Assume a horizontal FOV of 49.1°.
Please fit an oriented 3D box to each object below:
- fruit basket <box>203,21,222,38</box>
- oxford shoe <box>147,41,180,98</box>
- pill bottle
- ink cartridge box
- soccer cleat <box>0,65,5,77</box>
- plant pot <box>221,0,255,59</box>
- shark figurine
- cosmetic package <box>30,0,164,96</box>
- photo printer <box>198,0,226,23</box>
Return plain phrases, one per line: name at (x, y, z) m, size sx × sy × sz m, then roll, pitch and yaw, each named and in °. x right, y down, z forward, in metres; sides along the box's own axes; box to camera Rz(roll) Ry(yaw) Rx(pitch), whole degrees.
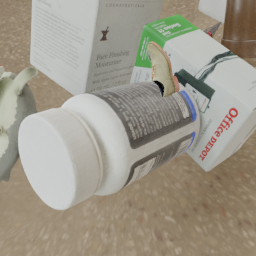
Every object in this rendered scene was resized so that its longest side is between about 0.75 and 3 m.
fruit basket at (2.050, -2.442, 7.536) m, size 0.791 × 0.854 × 0.400 m, roll -30°, pitch 69°, yaw -17°
oxford shoe at (0.423, -0.770, 3.742) m, size 0.283 × 0.272 × 0.768 m, roll -32°, pitch 102°, yaw -15°
pill bottle at (-0.169, 0.121, 4.536) m, size 2.748 × 1.563 × 1.563 m, roll -20°, pitch 52°, yaw -44°
ink cartridge box at (1.336, -0.709, 5.698) m, size 1.091 × 1.925 × 2.626 m, roll -28°, pitch 60°, yaw -32°
soccer cleat at (-2.456, -0.276, 4.209) m, size 0.735 × 0.592 × 1.725 m, roll 47°, pitch 67°, yaw -10°
plant pot at (3.015, -2.637, 6.791) m, size 1.597 × 1.581 × 1.597 m, roll -7°, pitch 25°, yaw 3°
shark figurine at (-1.751, 0.209, 4.513) m, size 1.677 × 1.171 × 2.806 m, roll -15°, pitch 58°, yaw 33°
cosmetic package at (-0.864, -2.691, 7.339) m, size 2.374 × 2.877 × 2.372 m, roll 36°, pitch 39°, yaw 27°
photo printer at (3.426, -4.449, 8.256) m, size 2.316 × 2.783 × 0.966 m, roll 39°, pitch 61°, yaw 23°
